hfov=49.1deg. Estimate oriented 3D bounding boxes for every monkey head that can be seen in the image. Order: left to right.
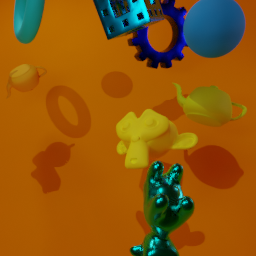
[{"bbox_3d":[0.363,0.318,5.243,1.731,1.043,1.246,-8,56,27],"label":"monkey head"}]

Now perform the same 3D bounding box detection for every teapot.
[{"bbox_3d":[-2.497,-1.137,6.742,1.180,0.578,0.734,-34,43,-14],"label":"teapot"},{"bbox_3d":[1.902,-0.602,6.793,1.886,1.173,0.924,17,82,11],"label":"teapot"}]

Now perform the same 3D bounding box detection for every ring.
[{"bbox_3d":[-2.509,-3.123,7.064,0.392,1.962,1.962,4,54,-33],"label":"ring"}]

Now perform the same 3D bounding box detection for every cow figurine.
[{"bbox_3d":[0.404,1.126,3.541,0.624,1.118,1.136,9,40,-11],"label":"cow figurine"}]

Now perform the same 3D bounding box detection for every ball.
[{"bbox_3d":[1.744,-2.047,5.716,1.207,1.207,1.207,0,59,0],"label":"ball"}]

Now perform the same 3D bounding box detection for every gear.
[{"bbox_3d":[0.867,-2.510,7.488,1.798,1.798,0.333,-27,24,-15],"label":"gear"}]

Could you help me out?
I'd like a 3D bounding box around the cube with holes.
[{"bbox_3d":[0.018,-2.232,5.114,0.877,0.877,0.877,-13,16,28],"label":"cube with holes"}]
